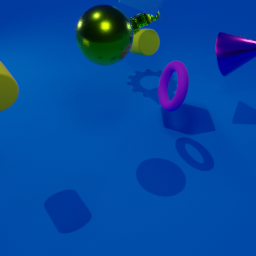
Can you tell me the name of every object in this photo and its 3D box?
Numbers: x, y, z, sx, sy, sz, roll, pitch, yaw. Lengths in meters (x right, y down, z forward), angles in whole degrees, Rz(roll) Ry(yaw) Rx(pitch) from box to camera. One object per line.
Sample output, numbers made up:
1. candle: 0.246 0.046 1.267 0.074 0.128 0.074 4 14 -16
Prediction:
1. ring: 1.132 -1.057 7.121 0.257 1.283 1.283 5 40 -20
2. cylinder: -2.612 -0.839 5.296 0.820 0.820 0.820 -26 49 -25
3. gear: 0.162 -3.629 9.699 1.895 0.350 1.895 -20 22 9
4. ball: -0.486 -1.919 5.839 1.210 1.210 1.210 0 42 0
5. cone: 3.443 -2.261 8.160 1.349 1.344 1.344 -2 36 35
6. cylinder: 0.485 -2.837 9.253 0.823 0.823 0.823 -21 26 -22
7. cube: 0.421 -3.842 7.401 1.084 1.084 1.084 13 45 -18
